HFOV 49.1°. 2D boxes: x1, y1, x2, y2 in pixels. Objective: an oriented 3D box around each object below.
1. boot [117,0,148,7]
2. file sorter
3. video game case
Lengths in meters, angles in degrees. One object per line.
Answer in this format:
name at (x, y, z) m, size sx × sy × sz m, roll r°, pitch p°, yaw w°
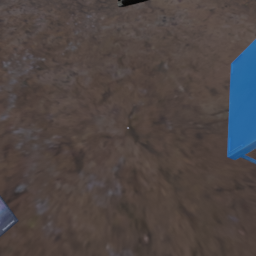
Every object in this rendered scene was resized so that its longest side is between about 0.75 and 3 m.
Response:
boot at (-0.027, -4.218, 7.106) m, size 0.958 × 2.004 × 2.653 m, roll -14°, pitch 21°, yaw 4°
file sorter at (2.799, -0.547, 4.708) m, size 1.438 × 1.626 × 2.344 m, roll 24°, pitch 55°, yaw -11°
video game case at (-2.565, 1.360, 4.625) m, size 0.123 × 1.296 × 0.926 m, roll -13°, pitch 21°, yaw 47°
